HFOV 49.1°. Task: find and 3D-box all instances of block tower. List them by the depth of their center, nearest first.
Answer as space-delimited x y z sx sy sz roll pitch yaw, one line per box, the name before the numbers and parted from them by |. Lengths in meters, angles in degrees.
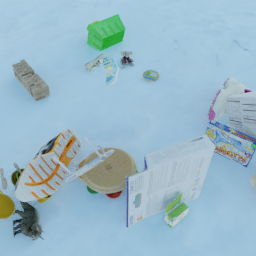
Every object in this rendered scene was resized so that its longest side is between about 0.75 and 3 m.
block tower | -4.339 -2.125 12.427 0.721 0.673 2.493 -27 52 -25

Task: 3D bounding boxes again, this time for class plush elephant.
plush elephant | -0.072 -3.442 13.697 0.697 0.655 0.846 -8 47 -8

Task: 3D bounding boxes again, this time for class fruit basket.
fruit basket | -1.422 -5.268 15.013 2.159 1.557 2.159 6 59 -10

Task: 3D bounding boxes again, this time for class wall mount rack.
wall mount rack | -1.362 0.905 8.408 1.788 1.554 0.667 -34 75 3

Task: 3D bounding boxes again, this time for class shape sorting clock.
shape sorting clock | 1.077 -2.435 13.082 0.781 0.153 0.781 2 50 -2

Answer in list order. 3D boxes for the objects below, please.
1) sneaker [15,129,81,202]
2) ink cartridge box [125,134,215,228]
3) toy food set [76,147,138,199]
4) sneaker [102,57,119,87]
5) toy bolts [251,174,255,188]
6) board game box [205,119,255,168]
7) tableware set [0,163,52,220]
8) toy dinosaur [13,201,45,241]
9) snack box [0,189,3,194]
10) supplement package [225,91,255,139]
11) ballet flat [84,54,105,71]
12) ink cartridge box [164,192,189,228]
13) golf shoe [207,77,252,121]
sneaker | -2.556 1.202 8.835 1.143 1.158 2.960 -21 21 32
ink cartridge box | 0.997 1.499 7.700 2.523 2.518 0.512 -17 47 -18
toy food set | -0.632 1.415 9.201 1.860 0.453 1.841 -29 53 -25
sneaker | -0.677 -1.975 9.573 0.450 0.738 1.131 -15 40 22
toy bolts | 4.800 1.195 8.767 1.291 1.779 1.862 20 29 38
board game box | 3.453 0.522 9.575 1.699 1.150 0.293 27 51 25
tableware set | -3.373 1.728 7.891 2.563 0.393 1.727 19 35 -44
toy dinosaur | -2.875 2.662 8.039 0.813 0.612 1.589 -3 38 -22
snack box | -4.386 2.069 8.087 0.457 1.139 1.350 12 47 18
supplement package | 5.193 -0.611 9.841 2.597 1.440 2.022 -11 9 -10
ballet flat | -1.551 -3.157 13.681 1.335 0.450 0.416 -40 86 -28
ink cartridge box | 1.402 2.348 7.984 0.679 0.919 0.348 -31 54 -26
golf shoe | 4.118 -1.077 11.248 1.222 1.005 2.669 28 54 20
